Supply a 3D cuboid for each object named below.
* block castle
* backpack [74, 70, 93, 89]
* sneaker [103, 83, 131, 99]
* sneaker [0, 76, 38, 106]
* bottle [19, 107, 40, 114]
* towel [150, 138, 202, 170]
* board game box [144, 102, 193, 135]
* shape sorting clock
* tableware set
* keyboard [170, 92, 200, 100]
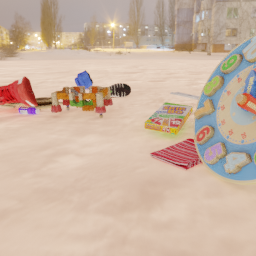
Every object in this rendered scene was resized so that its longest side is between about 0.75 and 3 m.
[{"bbox_3d":[-1.633,-0.924,10.076,1.995,0.936,1.333,1,21,12],"label":"block castle"},{"bbox_3d":[-2.493,-2.654,15.897,0.942,0.913,1.123,-33,25,-8],"label":"backpack"},{"bbox_3d":[-0.833,-1.835,13.508,1.818,0.688,1.050,-8,16,-21],"label":"sneaker"},{"bbox_3d":[-4.280,-1.103,10.150,1.682,1.141,2.912,-20,11,-13],"label":"sneaker"},{"bbox_3d":[-3.595,-0.634,10.215,0.765,0.250,0.320,5,15,17],"label":"bottle"},{"bbox_3d":[1.366,0.549,6.449,1.453,0.163,1.051,-15,21,-40],"label":"towel"},{"bbox_3d":[1.276,-0.355,8.320,0.929,0.292,1.945,11,25,22],"label":"board game box"},{"bbox_3d":[2.226,-0.451,5.167,0.582,2.968,2.968,22,6,-28],"label":"shape sorting clock"},{"bbox_3d":[-4.111,-1.222,11.737,2.453,0.492,1.621,8,18,25],"label":"tableware set"},{"bbox_3d":[2.942,-1.565,13.623,0.590,0.112,2.095,-5,17,-33],"label":"keyboard"}]
